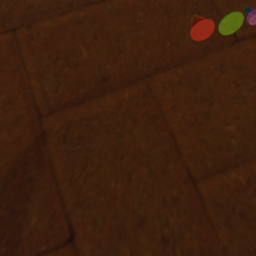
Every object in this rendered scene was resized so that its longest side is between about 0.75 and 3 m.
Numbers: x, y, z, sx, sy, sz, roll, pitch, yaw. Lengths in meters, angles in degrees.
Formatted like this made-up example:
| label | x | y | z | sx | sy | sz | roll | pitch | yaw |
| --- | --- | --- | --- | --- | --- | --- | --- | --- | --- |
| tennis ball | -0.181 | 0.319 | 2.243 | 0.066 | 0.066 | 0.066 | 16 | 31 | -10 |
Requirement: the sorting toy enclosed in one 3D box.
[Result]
| label | x | y | z | sx | sy | sz | roll | pitch | yaw |
| --- | --- | --- | --- | --- | --- | --- | --- | --- | --- |
| sorting toy | 2.398 | -2.814 | 7.178 | 1.882 | 0.653 | 0.648 | -14 | 56 | -5 |
